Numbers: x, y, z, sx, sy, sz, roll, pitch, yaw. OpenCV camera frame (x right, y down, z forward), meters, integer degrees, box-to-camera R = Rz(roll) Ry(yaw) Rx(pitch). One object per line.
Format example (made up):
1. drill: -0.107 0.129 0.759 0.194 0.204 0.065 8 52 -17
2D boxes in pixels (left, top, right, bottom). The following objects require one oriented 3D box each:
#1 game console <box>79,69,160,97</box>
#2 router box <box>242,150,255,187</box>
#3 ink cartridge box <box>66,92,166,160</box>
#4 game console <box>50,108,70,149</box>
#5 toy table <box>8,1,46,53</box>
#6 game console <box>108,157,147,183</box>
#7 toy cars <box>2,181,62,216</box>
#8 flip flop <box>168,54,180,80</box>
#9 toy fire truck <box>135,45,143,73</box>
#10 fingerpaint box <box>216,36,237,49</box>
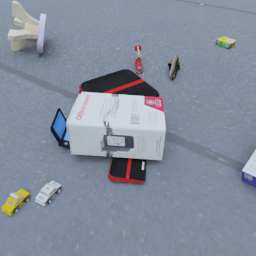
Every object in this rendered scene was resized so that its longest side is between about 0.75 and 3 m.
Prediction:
1. game console: -0.423 -1.472 11.402 2.680 0.416 2.370 -24 50 -25
2. router box: 4.626 1.067 7.631 2.216 0.541 1.989 25 61 37
3. ink cartridge box: -0.301 -0.126 8.930 2.834 1.182 2.058 4 34 2
4. game console: -1.938 0.023 9.177 1.028 0.680 1.169 14 40 -8
5. toy table: -4.985 -4.897 14.036 1.586 2.490 2.709 6 28 -17
6. game console: 0.004 1.140 8.396 1.092 0.192 1.235 7 38 2
7. toy cars: -2.559 1.798 7.492 1.610 0.357 0.722 -13 42 -15
8. flip flop: 2.037 -2.795 12.786 0.495 0.697 1.719 1 43 24
9. toy fire truck: 0.491 -3.209 13.000 0.307 0.889 1.261 -2 40 -1
10. fingerpaint box: 5.294 -4.615 15.114 0.693 0.305 0.831 -31 50 -31
